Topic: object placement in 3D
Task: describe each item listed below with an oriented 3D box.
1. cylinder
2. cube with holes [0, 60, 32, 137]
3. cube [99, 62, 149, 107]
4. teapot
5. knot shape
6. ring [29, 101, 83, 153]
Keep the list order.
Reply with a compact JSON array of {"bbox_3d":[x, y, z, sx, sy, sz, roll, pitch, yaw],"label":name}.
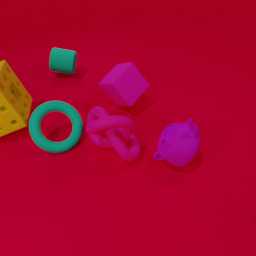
[{"bbox_3d":[-2.171,-2.254,9.443,0.775,0.775,0.775,9,39,-4],"label":"cylinder"},{"bbox_3d":[-3.366,-0.649,6.978,1.279,1.279,1.279,-21,38,5],"label":"cube with holes"},{"bbox_3d":[-0.117,-1.205,7.818,0.858,0.858,0.858,-50,28,-15],"label":"cube"},{"bbox_3d":[1.062,0.292,6.021,0.768,1.568,0.975,18,48,-23],"label":"teapot"},{"bbox_3d":[-0.446,0.070,6.340,1.445,1.545,0.714,23,73,40],"label":"knot shape"},{"bbox_3d":[-1.727,-0.035,6.804,1.289,0.258,1.289,5,78,-23],"label":"ring"}]
